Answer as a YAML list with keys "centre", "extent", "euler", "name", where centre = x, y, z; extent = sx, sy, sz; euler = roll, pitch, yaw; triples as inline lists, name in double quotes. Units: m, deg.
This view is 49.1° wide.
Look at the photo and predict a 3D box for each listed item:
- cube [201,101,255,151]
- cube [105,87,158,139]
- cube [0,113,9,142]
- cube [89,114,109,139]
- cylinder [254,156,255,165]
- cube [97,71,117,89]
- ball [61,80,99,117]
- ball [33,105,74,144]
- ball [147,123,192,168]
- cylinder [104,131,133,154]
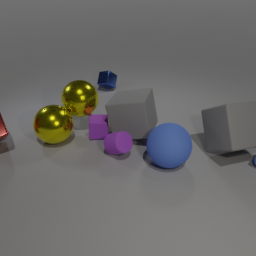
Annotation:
- centre: [3.394, -0.047, 8.967]
  extent: [1.400, 1.400, 1.400]
  euler: [-7, -2, -18]
  name: "cube"
- centre: [0.180, -0.517, 10.070]
  extent: [1.400, 1.400, 1.400]
  euler: [-3, 26, 19]
  name: "cube"
- centre: [-4.959, -0.103, 9.280]
  extent: [1.400, 1.400, 1.400]
  euler: [-22, 1, -29]
  name: "cube"
- centre: [-1.102, -0.045, 10.438]
  extent: [0.700, 0.700, 0.700]
  euler: [0, 30, -8]
  name: "cube"
- centre: [4.382, 0.904, 8.669]
  extent: [0.700, 0.700, 0.700]
  euler: [22, 46, 34]
  name: "cylinder"
- centre: [-1.077, -2.508, 14.577]
  extent: [0.700, 0.700, 0.700]
  euler: [3, -11, 37]
  name: "cube"
- centre: [-1.797, -1.105, 10.515]
  extent: [1.400, 1.400, 1.400]
  euler: [0, 29, 0]
  name: "ball"
- centre: [-2.635, -0.130, 9.928]
  extent: [1.400, 1.400, 1.400]
  euler: [0, 29, 0]
  name: "ball"
- centre: [1.274, 0.535, 8.668]
  extent: [1.400, 1.400, 1.400]
  euler: [0, 29, 0]
  name: "ball"
- centre: [-0.322, 0.491, 9.164]
  extent: [0.700, 0.700, 0.700]
  euler: [-26, 10, -38]
  name: "cylinder"
